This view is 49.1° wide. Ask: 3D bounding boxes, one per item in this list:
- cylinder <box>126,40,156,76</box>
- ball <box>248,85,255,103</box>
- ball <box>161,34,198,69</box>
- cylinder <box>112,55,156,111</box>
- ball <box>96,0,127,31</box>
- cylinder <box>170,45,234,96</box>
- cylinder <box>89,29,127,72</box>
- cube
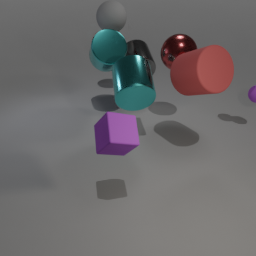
[{"bbox_3d":[0.440,-3.081,12.882,1.400,1.400,1.400,-6,52,-11],"label":"cylinder"},{"bbox_3d":[5.099,-1.341,11.019,0.700,0.700,0.700,0,30,0],"label":"ball"},{"bbox_3d":[1.951,-2.870,10.715,1.400,1.400,1.400,0,30,0],"label":"ball"},{"bbox_3d":[0.184,-1.547,9.739,1.400,1.400,1.400,-3,58,-6],"label":"cylinder"},{"bbox_3d":[-0.756,-5.096,12.849,1.400,1.400,1.400,0,30,0],"label":"ball"},{"bbox_3d":[2.263,-1.735,8.695,1.400,1.400,1.400,-15,9,-24],"label":"cylinder"},{"bbox_3d":[-0.840,-3.120,11.413,1.400,1.400,1.400,-7,1,-11],"label":"cylinder"},{"bbox_3d":[-0.258,0.144,6.031,0.700,0.700,0.700,7,63,-30],"label":"cube"}]
